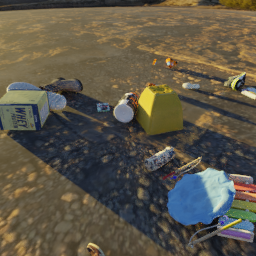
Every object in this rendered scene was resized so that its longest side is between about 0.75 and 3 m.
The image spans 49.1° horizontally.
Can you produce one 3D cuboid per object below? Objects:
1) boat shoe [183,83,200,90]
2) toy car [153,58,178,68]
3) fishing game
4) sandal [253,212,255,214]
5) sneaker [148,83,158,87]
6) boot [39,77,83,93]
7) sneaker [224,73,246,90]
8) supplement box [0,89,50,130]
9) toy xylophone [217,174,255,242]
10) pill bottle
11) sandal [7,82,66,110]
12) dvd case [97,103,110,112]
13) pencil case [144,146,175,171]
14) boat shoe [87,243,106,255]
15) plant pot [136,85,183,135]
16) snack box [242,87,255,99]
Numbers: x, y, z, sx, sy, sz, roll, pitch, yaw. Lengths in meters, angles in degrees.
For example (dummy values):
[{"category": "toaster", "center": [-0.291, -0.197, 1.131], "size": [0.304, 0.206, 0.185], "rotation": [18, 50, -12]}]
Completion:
[{"category": "boat shoe", "center": [3.432, -2.232, 15.183], "size": [0.930, 0.339, 0.287], "rotation": [9, -13, 28]}, {"category": "toy car", "center": [2.436, -4.190, 18.549], "size": [1.603, 0.786, 0.534], "rotation": [4, 71, 41]}, {"category": "fishing game", "center": [1.951, 1.833, 7.506], "size": [1.903, 0.413, 2.657], "rotation": [-31, 27, 4]}, {"category": "sandal", "center": [3.616, 2.356, 7.227], "size": [0.812, 0.183, 0.305], "rotation": [23, 37, 35]}, {"category": "sneaker", "center": [1.484, -2.197, 14.978], "size": [0.819, 0.310, 0.377], "rotation": [15, 11, -2]}, {"category": "boot", "center": [-3.464, -2.018, 14.421], "size": [2.173, 0.758, 1.430], "rotation": [10, 33, 38]}, {"category": "sneaker", "center": [5.958, -2.658, 15.460], "size": [0.766, 0.699, 1.893], "rotation": [19, 34, 35]}, {"category": "supplement box", "center": [-4.339, -0.794, 11.745], "size": [1.668, 1.120, 1.666], "rotation": [0, 30, 0]}, {"category": "toy xylophone", "center": [3.005, 2.067, 7.217], "size": [1.620, 0.556, 2.213], "rotation": [0, 29, 14]}, {"category": "pill bottle", "center": [0.017, -0.989, 12.326], "size": [0.881, 0.881, 1.658], "rotation": [7, 31, 12]}, {"category": "sandal", "center": [-4.345, -1.325, 13.194], "size": [2.907, 0.714, 1.183], "rotation": [18, 48, 6]}, {"category": "dvd case", "center": [-1.166, -0.973, 13.101], "size": [0.565, 0.085, 0.774], "rotation": [-4, 29, -7]}, {"category": "pencil case", "center": [1.055, 1.008, 9.246], "size": [1.137, 0.509, 0.442], "rotation": [-25, 39, -35]}, {"category": "boat shoe", "center": [-0.659, 2.910, 6.157], "size": [0.318, 0.319, 0.884], "rotation": [-25, 44, -38]}, {"category": "plant pot", "center": [1.285, -0.858, 11.403], "size": [1.552, 1.588, 1.542], "rotation": [-10, 32, -16]}, {"category": "snack box", "center": [6.419, -1.789, 14.348], "size": [0.666, 0.248, 0.936], "rotation": [-14, 33, -22]}]
